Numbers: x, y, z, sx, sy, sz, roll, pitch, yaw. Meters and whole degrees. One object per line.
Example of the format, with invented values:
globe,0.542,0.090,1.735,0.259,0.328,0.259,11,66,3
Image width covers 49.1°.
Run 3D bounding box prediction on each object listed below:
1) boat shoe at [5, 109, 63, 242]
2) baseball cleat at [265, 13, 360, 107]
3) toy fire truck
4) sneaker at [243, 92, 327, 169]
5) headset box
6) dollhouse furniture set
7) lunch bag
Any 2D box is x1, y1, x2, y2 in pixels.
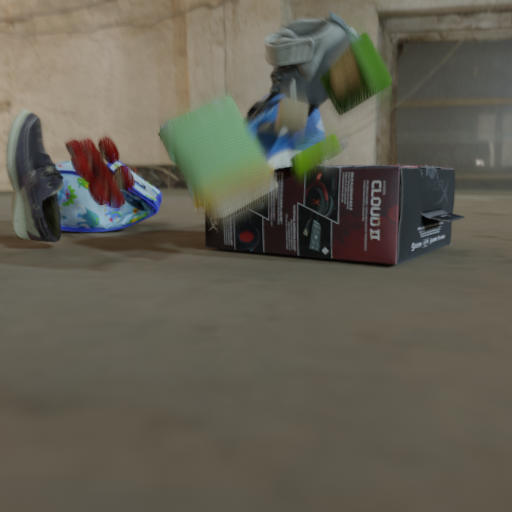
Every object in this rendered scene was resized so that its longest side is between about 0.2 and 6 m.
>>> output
boat shoe,-3.484,-1.198,9.009,0.761,2.350,0.845,13,36,-2
baseball cleat,0.440,-2.665,8.874,1.481,2.782,0.970,33,38,-25
toy fire truck,-2.894,-1.500,10.185,0.748,1.334,1.120,-39,26,-27
sneaker,-0.012,-1.759,8.012,2.435,1.085,0.956,-15,17,-36
headset box,1.479,-0.825,9.626,3.869,1.451,2.875,5,10,32
dollhouse furniture set,0.268,-1.589,6.748,2.663,1.331,1.028,-30,3,-14
lunch bag,-3.593,-1.411,13.266,2.649,1.688,2.252,7,13,-9
